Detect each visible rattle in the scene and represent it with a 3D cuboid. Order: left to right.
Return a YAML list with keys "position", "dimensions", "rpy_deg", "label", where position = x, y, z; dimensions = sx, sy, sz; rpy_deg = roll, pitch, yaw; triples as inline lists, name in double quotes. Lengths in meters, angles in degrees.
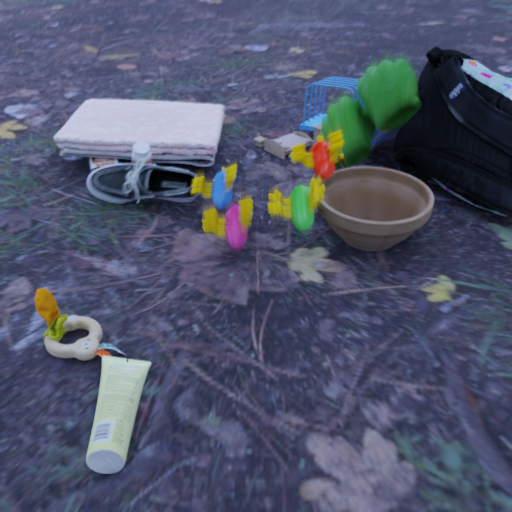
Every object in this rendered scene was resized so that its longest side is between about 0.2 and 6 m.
- position: [-2.647, 1.087, 8.491]
  dimensions: [1.369, 0.978, 0.892]
  rpy_deg: [21, 22, 36]
  label: "rattle"

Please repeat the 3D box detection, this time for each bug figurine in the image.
- position: [0.257, -1.260, 11.014]
  dimensions: [3.248, 0.836, 2.519]
  rpy_deg: [-13, 42, 20]
  label: "bug figurine"

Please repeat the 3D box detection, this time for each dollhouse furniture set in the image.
- position: [1.202, -3.229, 14.522]
  dimensions: [1.678, 0.961, 1.968]
  rpy_deg: [-27, 43, -33]
  label: "dollhouse furniture set"

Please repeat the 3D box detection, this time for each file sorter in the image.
- position: [2.206, -4.108, 15.231]
  dimensions: [1.392, 1.231, 2.006]
  rpy_deg: [13, 26, 18]
  label: "file sorter"

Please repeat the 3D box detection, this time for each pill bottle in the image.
- position: [-2.594, -2.196, 12.670]
  dimensions: [0.429, 0.783, 0.429]
  rpy_deg: [5, 60, -8]
  label: "pill bottle"

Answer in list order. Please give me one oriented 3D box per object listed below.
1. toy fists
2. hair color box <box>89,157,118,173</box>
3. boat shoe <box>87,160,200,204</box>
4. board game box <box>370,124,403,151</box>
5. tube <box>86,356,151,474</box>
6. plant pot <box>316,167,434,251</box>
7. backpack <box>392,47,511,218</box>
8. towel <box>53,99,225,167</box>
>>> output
- position: [2.463, -3.173, 12.432]
  dimensions: [0.923, 2.685, 1.369]
  rpy_deg: [0, 62, -38]
  label: "toy fists"
- position: [-3.543, -1.947, 13.186]
  dimensions: [0.663, 0.406, 1.339]
  rpy_deg: [-10, 36, -14]
  label: "hair color box"
- position: [-2.454, -1.584, 12.101]
  dimensions: [2.492, 0.920, 0.851]
  rpy_deg: [8, -9, 0]
  label: "boat shoe"
- position: [3.566, -3.349, 14.055]
  dimensions: [2.526, 1.910, 0.462]
  rpy_deg: [-26, 83, -31]
  label: "board game box"
- position: [-1.872, 2.035, 7.594]
  dimensions: [0.482, 0.539, 1.857]
  rpy_deg: [-32, 29, 16]
  label: "tube"
- position: [2.263, -0.813, 11.042]
  dimensions: [2.258, 1.042, 2.258]
  rpy_deg: [0, 35, 0]
  label: "plant pot"
- position: [5.045, -2.480, 11.916]
  dimensions: [2.353, 3.102, 3.718]
  rpy_deg: [-18, 45, -30]
  label: "backpack"
- position: [-2.847, -3.345, 14.709]
  dimensions: [3.931, 0.634, 3.755]
  rpy_deg: [3, 31, -3]
  label: "towel"
